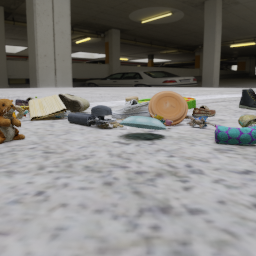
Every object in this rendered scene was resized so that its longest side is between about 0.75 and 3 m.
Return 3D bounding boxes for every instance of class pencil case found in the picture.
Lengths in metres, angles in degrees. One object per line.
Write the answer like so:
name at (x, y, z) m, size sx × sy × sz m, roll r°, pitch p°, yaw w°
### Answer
pencil case at (2.501, 0.141, 6.468) m, size 0.967 × 0.447 × 0.411 m, roll 2°, pitch -20°, yaw 17°

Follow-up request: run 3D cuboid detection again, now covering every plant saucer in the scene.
plant saucer at (0.401, -0.141, 7.272) m, size 1.245 × 0.240 × 1.245 m, roll 6°, pitch -4°, yaw 0°
plant saucer at (1.313, -0.681, 9.140) m, size 1.295 × 1.295 × 0.209 m, roll 0°, pitch -26°, yaw 1°

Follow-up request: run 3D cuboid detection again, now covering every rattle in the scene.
rattle at (-3.950, -0.459, 10.364) m, size 0.632 × 0.576 × 0.885 m, roll 20°, pitch -7°, yaw 32°

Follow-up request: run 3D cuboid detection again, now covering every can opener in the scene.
can opener at (-1.197, -0.439, 9.008) m, size 2.050 × 0.685 × 0.547 m, roll 8°, pitch 13°, yaw 43°

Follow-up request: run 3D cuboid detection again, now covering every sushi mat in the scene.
sushi mat at (-3.318, -0.893, 11.292) m, size 1.323 × 0.167 × 2.765 m, roll -17°, pitch 23°, yaw -16°

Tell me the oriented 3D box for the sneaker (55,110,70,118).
sneaker at (-2.503, -0.567, 10.842) m, size 0.786 × 0.340 × 0.294 m, roll 4°, pitch 12°, yaw 28°

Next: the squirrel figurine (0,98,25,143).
squirrel figurine at (-3.110, -0.222, 6.898) m, size 1.096 × 1.023 × 0.776 m, roll 9°, pitch 13°, yaw 41°

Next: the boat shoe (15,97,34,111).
boat shoe at (-4.672, -1.184, 13.489) m, size 0.682 × 0.614 × 1.896 m, roll 5°, pitch 11°, yaw 24°

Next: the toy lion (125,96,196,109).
toy lion at (1.398, -0.947, 11.118) m, size 2.248 × 0.805 × 2.345 m, roll -17°, pitch 18°, yaw -42°

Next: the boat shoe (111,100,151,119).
boat shoe at (0.209, -0.718, 10.318) m, size 2.027 × 0.662 × 0.746 m, roll -2°, pitch 10°, yaw 35°

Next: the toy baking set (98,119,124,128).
toy baking set at (-0.443, -0.140, 9.076) m, size 0.848 × 0.128 × 1.104 m, roll 10°, pitch 19°, yaw 19°

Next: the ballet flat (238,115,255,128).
ballet flat at (4.010, -0.135, 8.218) m, size 1.477 × 0.522 × 0.522 m, roll 0°, pitch 10°, yaw -2°

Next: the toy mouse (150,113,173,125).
toy mouse at (1.097, -0.206, 8.547) m, size 0.827 × 0.160 × 0.735 m, roll 20°, pitch -4°, yaw 40°

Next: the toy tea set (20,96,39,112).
toy tea set at (-3.886, -1.046, 12.512) m, size 1.847 × 0.683 × 1.098 m, roll 4°, pitch 11°, yaw 23°

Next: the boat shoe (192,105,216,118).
boat shoe at (3.061, -0.683, 11.159) m, size 1.236 × 0.444 × 0.468 m, roll -7°, pitch 12°, yaw -36°

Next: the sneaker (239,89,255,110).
sneaker at (6.204, -1.417, 13.702) m, size 0.702 × 0.997 × 1.877 m, roll -5°, pitch 11°, yaw -26°

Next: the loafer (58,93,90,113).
loafer at (-2.509, -1.110, 12.823) m, size 0.725 × 0.803 × 2.123 m, roll -8°, pitch 22°, yaw -43°

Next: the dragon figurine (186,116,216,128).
dragon figurine at (2.274, -0.188, 8.654) m, size 1.135 × 0.334 × 0.564 m, roll 6°, pitch 9°, yaw 38°
